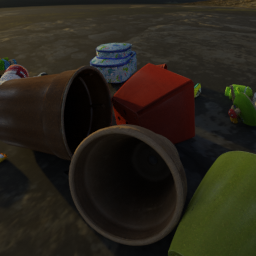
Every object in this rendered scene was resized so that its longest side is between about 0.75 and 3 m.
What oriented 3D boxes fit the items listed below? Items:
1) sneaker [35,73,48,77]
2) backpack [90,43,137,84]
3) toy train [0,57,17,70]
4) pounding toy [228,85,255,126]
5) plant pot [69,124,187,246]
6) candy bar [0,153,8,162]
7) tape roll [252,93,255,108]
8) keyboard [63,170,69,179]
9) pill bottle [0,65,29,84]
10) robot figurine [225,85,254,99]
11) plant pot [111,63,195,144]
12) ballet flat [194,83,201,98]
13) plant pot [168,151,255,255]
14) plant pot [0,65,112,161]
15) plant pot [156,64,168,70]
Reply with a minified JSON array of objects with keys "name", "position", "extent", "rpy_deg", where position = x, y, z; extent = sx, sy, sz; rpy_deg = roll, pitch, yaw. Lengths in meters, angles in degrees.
[{"name":"sneaker","position":[-4.667,-2.622,14.940],"extent":[1.000,0.372,0.423],"rpy_deg":[-33,49,-30]},{"name":"backpack","position":[-0.837,-3.498,14.945],"extent":[2.265,1.819,2.475],"rpy_deg":[6,34,17]},{"name":"toy train","position":[-7.793,-3.972,16.651],"extent":[1.456,1.065,2.516],"rpy_deg":[-15,32,-43]},{"name":"pounding toy","position":[4.222,-0.669,10.868],"extent":[0.837,1.392,1.803],"rpy_deg":[-27,30,6]},{"name":"plant pot","position":[0.302,1.049,6.793],"extent":[2.628,2.628,2.292],"rpy_deg":[14,16,22]},{"name":"candy bar","position":[-4.269,1.154,8.591],"extent":[0.322,0.143,1.293],"rpy_deg":[15,34,24]},{"name":"tape roll","position":[6.233,-1.080,12.044],"extent":[1.607,0.531,1.607],"rpy_deg":[-1,30,0]},{"name":"keyboard","position":[-1.190,1.658,7.701],"extent":[1.705,0.338,0.888],"rpy_deg":[25,15,37]},{"name":"pill bottle","position":[-5.460,-2.197,13.393],"extent":[1.127,1.127,1.995],"rpy_deg":[-4,32,-6]},{"name":"robot figurine","position":[5.082,-1.593,12.767],"extent":[1.188,0.687,1.042],"rpy_deg":[13,11,25]},{"name":"plant pot","position":[0.765,-0.580,9.696],"extent":[2.022,2.295,2.293],"rpy_deg":[-29,40,-23]},{"name":"ballet flat","position":[3.229,-1.735,13.308],"extent":[0.436,0.434,1.300],"rpy_deg":[46,39,4]},{"name":"plant pot","position":[1.942,2.000,5.507],"extent":[2.337,2.187,2.187],"rpy_deg":[-35,44,-26]},{"name":"plant pot","position":[-2.443,-0.432,8.842],"extent":[2.951,2.980,2.980],"rpy_deg":[4,30,21]},{"name":"plant pot","position":[1.728,-3.171,15.515],"extent":[0.748,0.769,0.769],"rpy_deg":[5,30,24]}]
